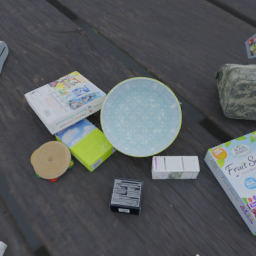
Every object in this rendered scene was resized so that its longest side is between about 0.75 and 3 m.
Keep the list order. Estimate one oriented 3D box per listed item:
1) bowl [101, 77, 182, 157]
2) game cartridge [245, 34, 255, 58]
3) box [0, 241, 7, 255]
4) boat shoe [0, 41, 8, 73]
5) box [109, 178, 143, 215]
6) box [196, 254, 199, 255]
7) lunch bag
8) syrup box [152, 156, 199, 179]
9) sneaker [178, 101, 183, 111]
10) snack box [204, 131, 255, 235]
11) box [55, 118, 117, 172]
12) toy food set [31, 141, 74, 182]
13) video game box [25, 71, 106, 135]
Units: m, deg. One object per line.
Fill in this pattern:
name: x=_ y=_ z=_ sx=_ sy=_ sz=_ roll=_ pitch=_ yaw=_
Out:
bowl: x=0.449 y=-0.320 z=9.806 sx=2.649 sy=1.425 sz=2.649 roll=0 pitch=86 yaw=3
game cartridge: x=3.524 y=-2.255 z=7.715 sx=0.174 sy=0.852 sz=0.567 roll=-14 pitch=86 yaw=-5
box: x=-3.998 y=3.583 z=7.771 sx=0.821 sy=0.450 sz=0.931 roll=10 pitch=54 yaw=6
boat shoe: x=-6.075 y=-2.835 z=12.282 sx=0.821 sy=0.953 sz=2.646 roll=-9 pitch=45 yaw=15
box: x=-0.032 y=2.134 z=8.740 sx=0.943 sy=0.581 sz=0.935 roll=7 pitch=54 yaw=5
box: x=1.795 y=4.162 z=7.278 sx=1.180 sy=0.570 sz=1.038 roll=-38 pitch=62 yaw=-25
lunch bag: x=4.810 y=-1.549 z=10.649 sx=2.633 sy=1.834 sz=2.208 roll=4 pitch=39 yaw=1
syrup box: x=1.554 y=1.320 z=9.326 sx=1.488 sy=0.586 sz=0.606 roll=0 pitch=54 yaw=1
sneaker: x=0.877 y=-1.159 z=10.874 sx=2.585 sy=1.008 sz=1.101 roll=17 pitch=55 yaw=12
snack box: x=4.085 y=1.642 z=8.990 sx=2.004 sy=0.746 sz=2.818 roll=-18 pitch=56 yaw=-13
box: x=-1.582 y=0.434 z=10.019 sx=2.108 sy=0.502 sz=1.285 roll=37 pitch=62 yaw=24
toy food set: x=-2.590 y=1.112 z=9.532 sx=1.382 sy=0.336 sz=1.368 roll=-31 pitch=66 yaw=-6
video game box: x=-2.388 y=-1.083 z=10.692 sx=2.352 sy=0.604 sz=2.582 roll=-31 pitch=44 yaw=-18
